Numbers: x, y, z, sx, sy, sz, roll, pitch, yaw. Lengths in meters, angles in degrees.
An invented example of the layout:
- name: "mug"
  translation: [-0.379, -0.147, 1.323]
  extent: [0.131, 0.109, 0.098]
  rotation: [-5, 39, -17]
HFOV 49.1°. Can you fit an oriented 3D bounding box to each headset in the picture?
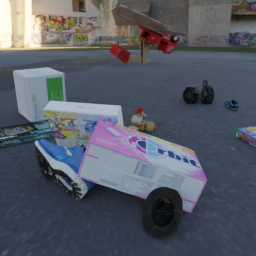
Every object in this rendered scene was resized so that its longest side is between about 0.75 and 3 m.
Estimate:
- name: "headset"
  translation: [3.927, -1.977, 15.300]
  extent: [1.712, 1.303, 2.773]
  rotation: [1, 9, 5]

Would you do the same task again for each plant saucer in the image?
- name: "plant saucer"
  translation: [0.505, -4.097, 10.609]
  extent: [2.368, 0.408, 2.368]
  rotation: [21, 19, -7]

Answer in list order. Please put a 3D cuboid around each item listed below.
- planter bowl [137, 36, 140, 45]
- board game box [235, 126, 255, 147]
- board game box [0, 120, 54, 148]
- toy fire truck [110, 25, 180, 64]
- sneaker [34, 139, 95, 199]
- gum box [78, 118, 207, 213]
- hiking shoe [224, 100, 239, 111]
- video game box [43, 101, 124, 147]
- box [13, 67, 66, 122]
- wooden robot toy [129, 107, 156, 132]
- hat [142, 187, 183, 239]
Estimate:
- name: "planter bowl"
  translation: [0.856, -4.594, 14.946]
  extent: [0.761, 0.761, 0.317]
  rotation: [1, -18, 3]
- name: "board game box"
  translation: [5.265, 0.281, 10.536]
  extent: [1.910, 0.329, 1.293]
  rotation: [-5, 21, -15]
- name: "board game box"
  translation: [-4.008, 0.194, 10.817]
  extent: [2.180, 0.307, 1.475]
  rotation: [-12, 23, -30]
- name: "toy fire truck"
  translation: [0.838, -3.712, 12.682]
  extent: [2.961, 2.088, 0.722]
  rotation: [11, 25, -41]
- name: "sneaker"
  translation: [-1.663, 0.959, 7.695]
  extent: [2.548, 1.001, 1.136]
  rotation: [27, 40, 37]
- name: "gum box"
  translation: [0.420, 0.867, 6.945]
  extent: [2.921, 0.966, 1.657]
  rotation: [19, 20, -4]
- name: "hiking shoe"
  translation: [5.398, -1.255, 14.513]
  extent: [0.413, 0.481, 1.109]
  rotation: [-5, 21, -13]
- name: "video game box"
  translation: [-1.192, 0.157, 8.423]
  extent: [2.207, 2.011, 0.517]
  rotation: [5, 46, 13]
- name: "box"
  translation: [-4.115, -1.629, 13.170]
  extent: [1.801, 2.092, 2.103]
  rotation: [-14, 24, -33]
- name: "wooden robot toy"
  translation: [0.669, -0.203, 11.206]
  extent: [0.976, 0.948, 2.151]
  rotation: [16, 23, 10]
- name: "hat"
  translation: [0.800, 1.830, 5.965]
  extent: [1.084, 1.084, 0.437]
  rotation: [23, -13, 47]
